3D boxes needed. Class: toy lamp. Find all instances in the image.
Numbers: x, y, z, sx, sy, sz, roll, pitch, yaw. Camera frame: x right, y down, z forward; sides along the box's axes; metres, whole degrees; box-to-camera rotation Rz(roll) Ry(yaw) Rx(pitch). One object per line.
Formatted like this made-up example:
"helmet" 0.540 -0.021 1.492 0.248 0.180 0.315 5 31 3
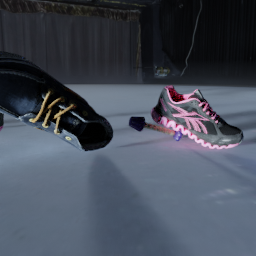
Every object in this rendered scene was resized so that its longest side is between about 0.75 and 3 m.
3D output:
"toy lamp" 0.534 0.002 5.445 1.063 0.310 0.310 14 7 -13

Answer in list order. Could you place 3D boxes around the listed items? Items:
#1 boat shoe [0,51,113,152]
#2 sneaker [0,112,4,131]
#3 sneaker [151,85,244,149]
"boat shoe" -1.143 -0.309 4.218 1.113 0.867 2.452 37 8 29
"sneaker" -3.232 -0.281 4.679 0.968 0.901 2.243 38 25 29
"sneaker" 1.293 -0.251 5.133 1.767 0.843 0.698 23 32 16
